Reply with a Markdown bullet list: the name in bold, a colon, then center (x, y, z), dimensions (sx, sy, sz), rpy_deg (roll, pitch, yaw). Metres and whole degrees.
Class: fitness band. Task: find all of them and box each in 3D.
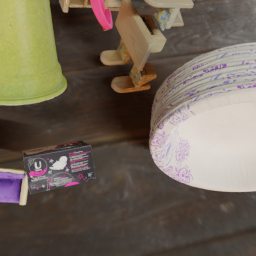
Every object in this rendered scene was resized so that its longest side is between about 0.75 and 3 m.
- **fitness band**: center (-0.624, -2.809, 6.421), dimensions (0.238, 0.913, 1.271), rpy_deg (-16, 56, 10)

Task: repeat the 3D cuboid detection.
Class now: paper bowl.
- **paper bowl**: center (1.788, -0.154, 4.576), dimensions (2.808, 2.808, 1.460), rpy_deg (6, 55, 4)

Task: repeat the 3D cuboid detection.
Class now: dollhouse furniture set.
- **dollhouse furniture set**: center (-0.337, -2.669, 6.680), dimensions (1.839, 2.596, 2.826), rpy_deg (-11, 63, -25)

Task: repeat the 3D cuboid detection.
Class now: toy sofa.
- **toy sofa**: center (-2.378, 0.921, 4.610), dimensions (1.420, 0.693, 0.588), rpy_deg (7, 83, -13)

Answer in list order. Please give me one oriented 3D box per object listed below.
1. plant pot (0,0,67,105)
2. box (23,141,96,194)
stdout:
- **plant pot**: center (-2.556, -2.021, 6.008), dimensions (2.455, 2.257, 2.455), rpy_deg (6, 29, -3)
- **box**: center (-0.926, 0.482, 3.730), dimensions (0.841, 0.555, 0.482), rpy_deg (-9, 98, -22)
